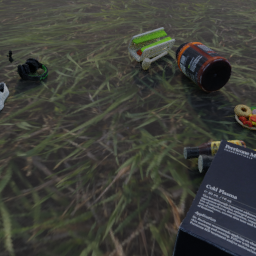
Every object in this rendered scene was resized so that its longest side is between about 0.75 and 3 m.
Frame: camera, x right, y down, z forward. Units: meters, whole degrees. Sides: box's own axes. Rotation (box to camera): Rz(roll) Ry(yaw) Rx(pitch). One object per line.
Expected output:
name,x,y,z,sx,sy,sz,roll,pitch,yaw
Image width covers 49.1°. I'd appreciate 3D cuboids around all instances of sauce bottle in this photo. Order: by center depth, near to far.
sauce bottle,3.157,0.969,7.575,2.437,0.788,0.788,1,39,2
sauce bottle,2.502,0.685,8.101,1.737,0.573,0.573,-6,39,-5

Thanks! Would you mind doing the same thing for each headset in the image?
headset,-4.302,-2.659,11.964,1.832,0.861,1.131,23,43,10

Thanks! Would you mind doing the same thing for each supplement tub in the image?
supplement tub,2.930,-2.643,11.466,1.424,1.424,2.663,-11,37,-13

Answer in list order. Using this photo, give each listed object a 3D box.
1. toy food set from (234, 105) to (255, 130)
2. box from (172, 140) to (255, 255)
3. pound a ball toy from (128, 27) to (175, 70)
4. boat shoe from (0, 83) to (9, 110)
toy food set,4.300,-0.367,9.592,1.197,0.294,1.209,4,39,5
box,2.804,2.022,5.648,2.969,1.546,2.704,21,45,23
pound a ball toy,1.148,-3.618,13.245,2.435,1.035,1.588,-29,73,-31
boat shoe,-4.827,-1.158,10.399,0.547,0.500,1.521,2,39,2
